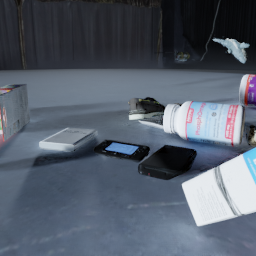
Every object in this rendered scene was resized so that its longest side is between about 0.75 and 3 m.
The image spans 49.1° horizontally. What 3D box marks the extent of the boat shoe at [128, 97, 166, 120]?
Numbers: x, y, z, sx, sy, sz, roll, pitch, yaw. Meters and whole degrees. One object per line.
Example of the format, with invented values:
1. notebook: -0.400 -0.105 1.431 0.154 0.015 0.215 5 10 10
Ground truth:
1. boat shoe: 0.846 -0.848 11.208 0.954 0.806 2.677 -6 4 28

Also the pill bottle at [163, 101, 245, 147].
1. pill bottle: 2.250 -0.174 8.348 2.219 1.206 1.206 7 16 25

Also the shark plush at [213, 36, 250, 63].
1. shark plush: 3.981 -3.094 10.728 1.478 0.616 0.671 30 -5 -13

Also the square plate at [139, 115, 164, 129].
1. square plate: 1.391 -0.202 10.389 1.460 0.208 1.447 -15 21 -43

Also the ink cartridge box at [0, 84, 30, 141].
1. ink cartridge box: -4.042 -0.609 9.424 0.684 1.479 2.715 -1 15 -3

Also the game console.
1. game console: 0.288 0.674 6.914 2.602 0.314 1.535 7 16 27

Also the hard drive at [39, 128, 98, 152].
1. hard drive: -1.727 0.312 8.432 1.088 0.217 1.650 4 16 15

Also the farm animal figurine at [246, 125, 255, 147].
1. farm animal figurine: 4.232 0.289 7.749 1.223 0.761 1.514 -33 34 -28

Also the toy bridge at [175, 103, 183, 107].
1. toy bridge: 3.284 -0.951 12.962 2.390 0.325 0.803 5 13 18

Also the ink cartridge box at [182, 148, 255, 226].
1. ink cartridge box: 1.816 0.762 4.033 1.260 0.727 1.726 -8 -21 -32

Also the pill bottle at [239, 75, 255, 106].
1. pill bottle: 6.949 -1.756 13.541 2.774 1.560 1.560 8 17 29
